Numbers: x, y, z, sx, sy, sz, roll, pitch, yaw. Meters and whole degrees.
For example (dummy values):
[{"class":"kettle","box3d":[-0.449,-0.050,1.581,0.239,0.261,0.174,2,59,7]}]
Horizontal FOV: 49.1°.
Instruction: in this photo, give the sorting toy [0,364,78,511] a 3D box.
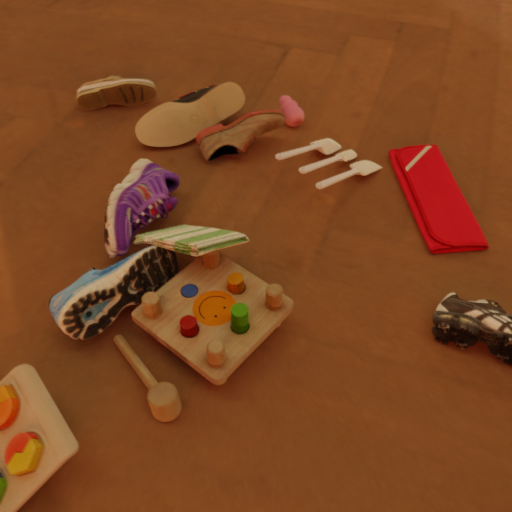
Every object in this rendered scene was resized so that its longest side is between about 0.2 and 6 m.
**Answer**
[{"class":"sorting toy","box3d":[-3.349,2.509,7.260,1.759,0.321,1.628,-43,58,-5]}]

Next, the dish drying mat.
[{"class":"dish drying mat","box3d":[3.495,-1.203,10.988,1.116,0.264,2.906,-4,48,-5]}]

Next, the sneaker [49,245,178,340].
[{"class":"sneaker","box3d":[-2.320,0.374,9.143,1.067,0.930,2.373,20,38,40]}]

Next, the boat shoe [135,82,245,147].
[{"class":"boat shoe","box3d":[-1.475,-3.078,12.369,2.519,0.922,0.789,-27,17,-10]}]

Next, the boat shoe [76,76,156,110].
[{"class":"boat shoe","box3d":[-3.280,-3.921,13.142,1.841,0.688,0.630,-7,54,-5]}]

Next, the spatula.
[{"class":"spatula","box3d":[1.422,-1.899,11.320,1.492,0.172,2.146,40,42,24]}]

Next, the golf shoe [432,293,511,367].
[{"class":"golf shoe","box3d":[3.752,1.091,8.614,1.965,0.764,0.928,19,51,15]}]

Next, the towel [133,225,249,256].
[{"class":"towel","box3d":[-1.081,-0.279,9.276,1.621,0.190,1.237,9,18,40]}]

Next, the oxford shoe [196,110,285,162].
[{"class":"oxford shoe","box3d":[-0.251,-2.500,11.879,1.957,0.689,0.732,-20,67,2]}]

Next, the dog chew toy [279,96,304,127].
[{"class":"dog chew toy","box3d":[0.765,-3.299,12.652,0.464,0.464,0.745,-21,73,-18]}]

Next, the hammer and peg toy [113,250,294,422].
[{"class":"hammer and peg toy","box3d":[-0.949,1.045,8.524,1.940,0.930,2.638,33,56,26]}]

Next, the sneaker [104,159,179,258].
[{"class":"sneaker","box3d":[-2.007,-0.912,10.059,1.027,0.992,2.461,16,45,1]}]
